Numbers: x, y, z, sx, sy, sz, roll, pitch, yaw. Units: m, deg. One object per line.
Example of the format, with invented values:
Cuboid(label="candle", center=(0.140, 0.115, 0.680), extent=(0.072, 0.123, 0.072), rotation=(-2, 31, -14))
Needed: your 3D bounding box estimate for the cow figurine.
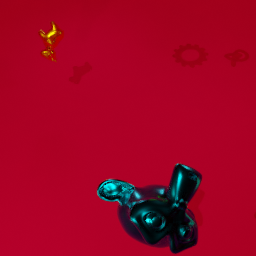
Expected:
Cuboid(label="cow figurine", center=(-2.240, -2.525, 8.356), extent=(0.997, 0.548, 0.981), rotation=(-35, 89, 6))

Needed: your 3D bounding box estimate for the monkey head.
Cuboid(label="monkey head", center=(0.440, 0.972, 3.620), extent=(1.582, 0.953, 1.138), rotation=(26, 85, -16))
